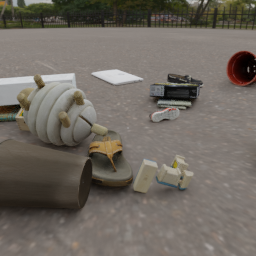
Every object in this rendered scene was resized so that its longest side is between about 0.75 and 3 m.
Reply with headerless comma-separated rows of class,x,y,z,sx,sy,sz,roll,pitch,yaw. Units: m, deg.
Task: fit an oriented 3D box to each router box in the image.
router box,1.894,-1.505,11.152,1.808,0.472,1.421,5,14,18

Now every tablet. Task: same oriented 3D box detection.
tablet,-0.592,-2.672,14.509,1.711,0.180,2.630,-14,28,-29

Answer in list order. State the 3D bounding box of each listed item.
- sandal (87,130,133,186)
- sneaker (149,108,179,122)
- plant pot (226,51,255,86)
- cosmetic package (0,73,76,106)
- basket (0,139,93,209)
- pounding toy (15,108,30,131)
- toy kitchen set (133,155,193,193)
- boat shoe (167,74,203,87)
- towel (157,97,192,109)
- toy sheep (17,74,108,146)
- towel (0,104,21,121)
sandal,-0.459,0.520,6.680,1.066,0.712,2.609,-1,24,-2
sneaker,1.198,-0.492,9.365,1.082,0.417,0.443,-9,19,-21
plant pot,5.852,-2.853,13.439,1.559,1.603,1.603,-9,24,-40
cosmetic package,-3.395,-1.407,10.002,2.976,0.769,2.244,-5,14,-6
basket,-1.618,0.925,5.358,1.700,1.156,1.533,7,25,6
pounding toy,-2.715,-0.527,8.804,1.108,0.577,1.261,2,41,5
toy kitchen set,0.710,0.959,6.064,1.121,0.660,0.898,17,21,-12
boat shoe,2.669,-2.246,13.121,1.711,0.516,0.632,10,26,21
towel,1.793,-0.986,10.742,1.268,0.219,1.221,3,20,10
toy sheep,-1.776,-0.374,7.459,2.702,1.863,1.863,27,32,16
towel,-4.168,-0.718,9.975,2.803,0.304,2.056,-4,24,-9
